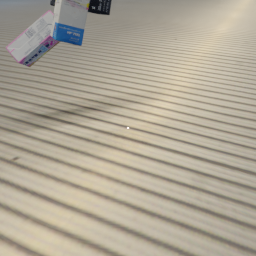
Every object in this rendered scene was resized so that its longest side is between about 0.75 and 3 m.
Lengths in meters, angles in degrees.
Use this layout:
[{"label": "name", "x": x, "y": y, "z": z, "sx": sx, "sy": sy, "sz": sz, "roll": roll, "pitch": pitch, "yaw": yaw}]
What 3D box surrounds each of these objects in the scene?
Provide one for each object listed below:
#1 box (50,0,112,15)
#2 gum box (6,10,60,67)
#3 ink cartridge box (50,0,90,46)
[{"label": "box", "x": -1.276, "y": -4.157, "z": 7.942, "sx": 1.593, "sy": 1.566, "sz": 0.935, "roll": -1, "pitch": 23, "yaw": -28}, {"label": "gum box", "x": -2.435, "y": -2.460, "z": 7.778, "sx": 1.639, "sy": 0.542, "sz": 0.930, "roll": -39, "pitch": 4, "yaw": 3}, {"label": "ink cartridge box", "x": -1.197, "y": -2.745, "z": 5.988, "sx": 0.587, "sy": 1.746, "sz": 1.015, "roll": 7, "pitch": 20, "yaw": -24}]
